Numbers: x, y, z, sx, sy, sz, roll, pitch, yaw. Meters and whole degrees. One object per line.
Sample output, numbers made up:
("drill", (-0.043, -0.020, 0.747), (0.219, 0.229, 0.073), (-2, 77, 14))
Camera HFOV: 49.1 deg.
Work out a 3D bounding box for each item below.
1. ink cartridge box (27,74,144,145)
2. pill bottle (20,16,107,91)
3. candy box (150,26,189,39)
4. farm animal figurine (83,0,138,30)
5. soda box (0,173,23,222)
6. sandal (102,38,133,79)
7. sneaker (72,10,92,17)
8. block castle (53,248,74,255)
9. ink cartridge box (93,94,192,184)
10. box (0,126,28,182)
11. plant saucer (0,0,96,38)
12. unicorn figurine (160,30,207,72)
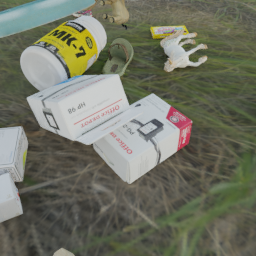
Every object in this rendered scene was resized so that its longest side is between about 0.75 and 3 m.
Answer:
("ink cartridge box", (-1.202, -0.621, 7.198), (1.733, 0.998, 2.992), (-31, 24, -28))
("pill bottle", (-2.044, -2.587, 9.566), (1.692, 1.692, 2.961), (18, 48, 17))
("candy box", (1.803, -4.198, 12.234), (1.547, 0.204, 0.791), (-4, 43, -4))
("farm animal figurine", (-0.526, -4.189, 8.121), (2.582, 2.085, 1.299), (28, 32, 26))
("soda box", (-3.479, 1.790, 5.907), (2.209, 0.703, 0.752), (-19, 48, -18))
("sandal", (-0.341, -2.695, 10.378), (0.973, 0.699, 2.451), (5, 45, 5))
("sneaker", (-2.227, -5.612, 13.438), (1.327, 0.495, 0.535), (26, 50, 24))
("block castle", (-1.581, 3.068, 3.908), (2.605, 1.741, 1.222), (-24, 51, -21))
("ink cartridge box", (0.350, 0.193, 7.355), (2.146, 0.895, 1.558), (-30, 52, -26))
("box", (-3.777, 0.747, 6.953), (2.297, 0.690, 1.340), (-7, 45, -6))
("plant saucer", (-2.184, -2.614, 6.349), (2.917, 0.400, 2.917), (-14, 29, 8))
("unicorn figurine", (1.955, -2.776, 10.418), (1.824, 0.981, 2.655), (-18, 33, -4))
